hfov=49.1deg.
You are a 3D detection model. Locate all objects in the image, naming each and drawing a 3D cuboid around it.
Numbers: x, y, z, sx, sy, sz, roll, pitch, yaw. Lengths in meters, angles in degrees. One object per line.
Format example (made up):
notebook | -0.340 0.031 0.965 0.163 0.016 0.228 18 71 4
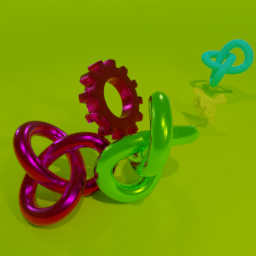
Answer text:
monkey head | 2.151 -0.633 7.431 0.785 1.091 0.658 -27 6 3
knot shape | -1.222 0.802 4.848 1.874 0.866 1.754 24 66 -6
knot shape | 3.142 -2.233 9.350 1.686 0.779 1.578 -43 37 11
gear | -0.271 -0.542 5.336 0.278 1.505 1.505 -15 15 38
knot shape | 0.464 0.303 4.920 0.953 2.063 1.930 42 34 18
